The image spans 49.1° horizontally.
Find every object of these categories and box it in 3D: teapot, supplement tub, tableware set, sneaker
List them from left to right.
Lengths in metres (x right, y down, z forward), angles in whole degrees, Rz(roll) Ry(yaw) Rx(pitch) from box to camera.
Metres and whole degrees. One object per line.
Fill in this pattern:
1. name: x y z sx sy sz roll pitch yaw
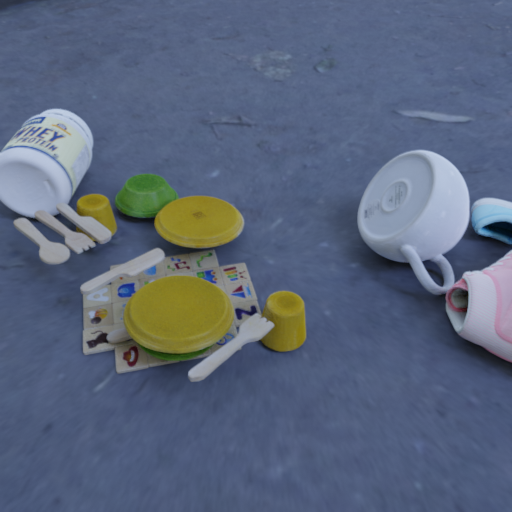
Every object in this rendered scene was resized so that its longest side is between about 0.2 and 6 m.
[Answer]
1. supplement tub: -3.551 -1.609 9.496 1.276 1.276 1.761 2 40 3
2. tableware set: -1.194 0.106 8.181 4.434 0.680 2.987 31 45 32
3. teapot: 2.510 -0.576 8.390 1.325 1.814 1.791 28 7 -27
4. sneaker: 3.343 0.325 7.647 1.273 0.916 2.435 19 49 12
5. sneaker: 4.242 -0.384 8.735 1.741 0.643 0.713 9 50 17

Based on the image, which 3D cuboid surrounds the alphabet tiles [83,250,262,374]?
1. alphabet tiles: -1.201 0.696 7.882 2.412 0.076 2.007 -9 43 -10
